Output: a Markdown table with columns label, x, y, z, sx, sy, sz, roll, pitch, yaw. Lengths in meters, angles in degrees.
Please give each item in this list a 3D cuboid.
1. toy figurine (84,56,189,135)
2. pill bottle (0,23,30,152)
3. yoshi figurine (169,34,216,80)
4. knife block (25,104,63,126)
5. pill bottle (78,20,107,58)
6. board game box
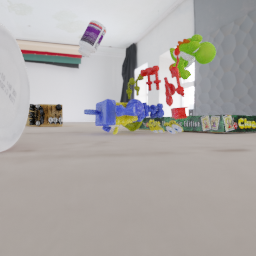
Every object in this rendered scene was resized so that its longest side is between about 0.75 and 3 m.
| label | x | y | z | sx | sy | sz | roll | pitch | yaw |
| --- | --- | --- | --- | --- | --- | --- | --- | --- | --- |
| toy figurine | -0.130 | -0.368 | 4.130 | 1.150 | 1.013 | 1.920 | -6 | 3 | -22 |
| pill bottle | -1.430 | -0.239 | 1.699 | 1.441 | 0.783 | 0.783 | 0 | 2 | 3 |
| yoshi figurine | 2.242 | -2.379 | 9.585 | 1.271 | 1.276 | 2.270 | -12 | -5 | -6 |
| knife block | -2.392 | -0.409 | 9.187 | 1.967 | 0.717 | 2.241 | 2 | 2 | 31 |
| pill bottle | -1.285 | -3.114 | 9.845 | 0.670 | 1.191 | 0.670 | 27 | -5 | 2 |
| board game box | 1.306 | -0.091 | 5.455 | 1.408 | 0.315 | 2.687 | -3 | 3 | -29 |
